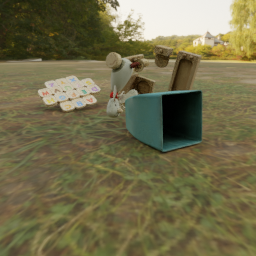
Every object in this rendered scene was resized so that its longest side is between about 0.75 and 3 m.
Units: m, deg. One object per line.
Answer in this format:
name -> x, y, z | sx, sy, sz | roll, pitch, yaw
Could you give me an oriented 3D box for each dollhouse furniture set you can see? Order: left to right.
dollhouse furniture set -> 1.119, -2.030, 11.779 | 2.775, 2.639, 2.261 | 23, 27, 21

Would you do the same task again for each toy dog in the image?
toy dog -> -0.115, -1.424, 9.191 | 1.013, 2.103, 1.387 | 6, 19, 38

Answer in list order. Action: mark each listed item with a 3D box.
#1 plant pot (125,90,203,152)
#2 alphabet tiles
plant pot -> 0.810, -0.316, 7.571 | 1.366, 1.366, 1.933 | -10, 13, -32
alphabet tiles -> -2.415, -1.514, 11.616 | 2.386, 0.174, 2.334 | -19, 46, -25
